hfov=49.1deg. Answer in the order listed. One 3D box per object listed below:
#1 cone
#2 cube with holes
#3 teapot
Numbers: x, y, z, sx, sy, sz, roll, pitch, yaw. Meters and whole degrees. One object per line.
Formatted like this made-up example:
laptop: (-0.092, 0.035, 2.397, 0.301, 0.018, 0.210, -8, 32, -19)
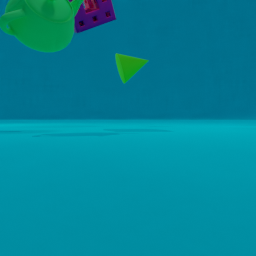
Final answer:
cone: (0.236, -2.314, 10.222, 1.116, 1.112, 1.112, -18, 4, -7)
cube with holes: (-1.177, -3.303, 7.411, 1.128, 1.128, 1.128, -26, 32, -16)
teapot: (-1.538, -2.163, 5.316, 2.075, 1.290, 1.016, -40, 0, -44)
